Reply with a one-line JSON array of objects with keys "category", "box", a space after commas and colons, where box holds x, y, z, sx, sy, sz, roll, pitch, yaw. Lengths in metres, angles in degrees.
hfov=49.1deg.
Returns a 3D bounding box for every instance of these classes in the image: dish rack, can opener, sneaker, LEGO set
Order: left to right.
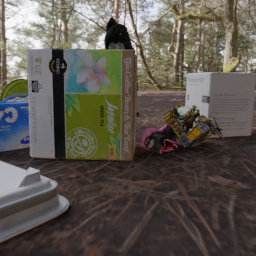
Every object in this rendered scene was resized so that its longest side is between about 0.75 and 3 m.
[{"category": "dish rack", "box": [-2.579, 0.929, 4.147, 2.847, 0.620, 2.444, 7, 12, 39]}, {"category": "can opener", "box": [-0.080, -1.968, 8.264, 0.777, 2.452, 0.964, -1, 46, 20]}, {"category": "sneaker", "box": [1.109, 0.355, 7.810, 0.838, 0.694, 1.758, 32, 28, 31]}, {"category": "LEGO set", "box": [1.992, -0.222, 8.054, 1.789, 1.375, 1.036, 7, -42, -48]}]

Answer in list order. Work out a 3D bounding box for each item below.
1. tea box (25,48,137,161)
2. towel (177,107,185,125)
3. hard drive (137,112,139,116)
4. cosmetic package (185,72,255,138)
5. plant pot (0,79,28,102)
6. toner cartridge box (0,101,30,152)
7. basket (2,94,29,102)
[{"category": "tea box", "box": [-1.049, -0.649, 7.269, 2.566, 2.608, 1.743, 1, 10, 3]}, {"category": "towel", "box": [3.296, -0.589, 12.706, 2.389, 0.672, 2.791, 0, 10, 6]}, {"category": "hard drive", "box": [-0.106, -0.749, 14.933, 1.188, 0.225, 0.830, -3, 10, -20]}, {"category": "cosmetic package", "box": [3.228, -0.895, 10.058, 1.774, 2.150, 1.772, -3, 10, -14]}, {"category": "plant pot", "box": [-4.394, -1.054, 12.623, 1.965, 1.965, 1.892, -10, 26, -45]}, {"category": "toner cartridge box", "box": [-3.494, -0.041, 7.644, 2.758, 1.310, 0.595, -9, 14, -40]}, {"category": "basket", "box": [-3.952, -0.549, 9.991, 1.962, 1.364, 1.730, 29, 21, 26]}]
